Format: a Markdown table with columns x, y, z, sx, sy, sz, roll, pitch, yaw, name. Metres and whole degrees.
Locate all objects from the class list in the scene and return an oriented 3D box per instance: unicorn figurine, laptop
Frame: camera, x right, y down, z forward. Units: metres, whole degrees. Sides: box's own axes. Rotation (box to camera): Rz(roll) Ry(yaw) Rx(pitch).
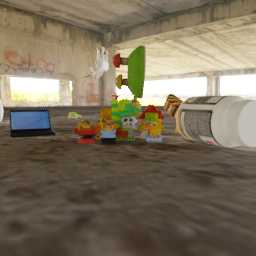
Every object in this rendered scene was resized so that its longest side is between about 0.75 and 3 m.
| x | y | z | sx | sy | sz | roll | pitch | yaw | name |
| --- | --- | --- | --- | --- | --- | --- | --- | --- | --- |
| -1.093 | -2.498 | 10.871 | 0.653 | 1.214 | 1.767 | 4 | 9 | 25 | unicorn figurine |
| -3.046 | -0.174 | 8.857 | 1.273 | 0.742 | 1.437 | -3 | 6 | -23 | laptop |

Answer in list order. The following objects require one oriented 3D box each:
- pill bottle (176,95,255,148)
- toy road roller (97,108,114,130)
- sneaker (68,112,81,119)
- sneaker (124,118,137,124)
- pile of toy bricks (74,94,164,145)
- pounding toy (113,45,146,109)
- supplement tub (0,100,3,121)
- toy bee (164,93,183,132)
| x | y | z | sx | sy | sz | roll | pitch | yaw | name |
| --- | --- | --- | --- | --- | --- | --- | --- | --- | --- |
| 2.156 | -0.176 | 6.603 | 1.202 | 1.202 | 2.066 | -3 | 7 | -24 | pill bottle |
| -0.756 | -0.344 | 10.420 | 0.634 | 0.753 | 1.031 | -2 | 6 | -21 | toy road roller |
| -3.059 | -0.706 | 15.918 | 0.941 | 0.360 | 0.355 | 4 | 6 | 32 | sneaker |
| 0.038 | -0.328 | 12.593 | 0.484 | 0.414 | 1.179 | 19 | 2 | -14 | sneaker |
| -0.191 | -0.279 | 7.428 | 2.492 | 1.230 | 1.382 | 0 | 6 | -5 | pile of toy bricks |
| -0.002 | -1.507 | 8.330 | 0.916 | 1.524 | 1.974 | 3 | -32 | -1 | pounding toy |
| -6.574 | -0.788 | 12.357 | 1.703 | 1.230 | 1.230 | -5 | 8 | -43 | supplement tub |
| 2.003 | -0.361 | 9.005 | 2.078 | 1.360 | 1.130 | 15 | 36 | 27 | toy bee |
